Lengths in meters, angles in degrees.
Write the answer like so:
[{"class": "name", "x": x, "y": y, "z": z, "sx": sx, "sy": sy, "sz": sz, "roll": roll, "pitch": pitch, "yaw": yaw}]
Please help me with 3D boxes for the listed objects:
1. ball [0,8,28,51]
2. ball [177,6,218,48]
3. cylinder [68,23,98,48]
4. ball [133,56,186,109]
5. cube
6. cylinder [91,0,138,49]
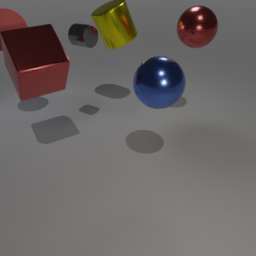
[{"class": "ball", "x": -4.100, "y": -3.281, "z": 9.456, "sx": 1.400, "sy": 1.400, "sz": 1.400, "roll": 0, "pitch": 30, "yaw": 0}, {"class": "ball", "x": 2.401, "y": -3.500, "z": 9.746, "sx": 1.400, "sy": 1.400, "sz": 1.400, "roll": 0, "pitch": 30, "yaw": 0}, {"class": "cylinder", "x": -1.429, "y": -2.958, "z": 8.972, "sx": 0.700, "sy": 0.700, "sz": 0.700, "roll": 19, "pitch": 35, "yaw": 31}, {"class": "ball", "x": 0.833, "y": -1.208, "z": 7.511, "sx": 1.400, "sy": 1.400, "sz": 1.400, "roll": 0, "pitch": 30, "yaw": 0}, {"class": "cube", "x": -2.622, "y": -1.853, "z": 7.962, "sx": 1.400, "sy": 1.400, "sz": 1.400, "roll": -20, "pitch": 72, "yaw": -26}, {"class": "cylinder", "x": -0.508, "y": -4.016, "z": 10.844, "sx": 1.400, "sy": 1.400, "sz": 1.400, "roll": -18, "pitch": 36, "yaw": 14}]
